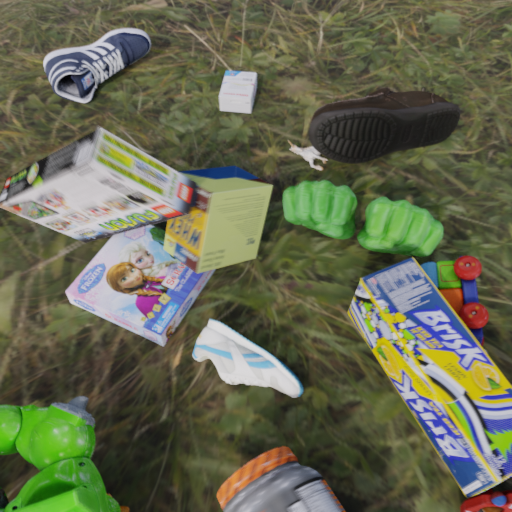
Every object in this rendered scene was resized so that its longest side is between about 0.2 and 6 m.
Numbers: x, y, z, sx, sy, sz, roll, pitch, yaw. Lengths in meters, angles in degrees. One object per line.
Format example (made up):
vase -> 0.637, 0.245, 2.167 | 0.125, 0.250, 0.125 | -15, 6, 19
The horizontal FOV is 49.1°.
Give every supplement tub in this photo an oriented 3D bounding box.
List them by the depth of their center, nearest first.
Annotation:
supplement tub -> 0.575, 3.597, 6.681 | 1.431, 1.431, 2.335 | -26, 56, -19

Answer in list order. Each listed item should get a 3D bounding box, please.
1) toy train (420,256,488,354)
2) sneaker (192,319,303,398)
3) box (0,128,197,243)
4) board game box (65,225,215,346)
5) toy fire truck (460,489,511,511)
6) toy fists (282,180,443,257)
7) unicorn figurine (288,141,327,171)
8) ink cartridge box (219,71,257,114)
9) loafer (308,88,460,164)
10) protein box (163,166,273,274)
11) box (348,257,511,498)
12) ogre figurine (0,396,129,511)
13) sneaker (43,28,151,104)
toy train -> 2.901, 1.197, 8.923 | 1.437, 1.052, 2.484 | -3, 55, 15
sneaker -> -0.120, 1.727, 8.695 | 1.829, 0.700, 0.739 | 29, 81, 15
box -> -2.651, -0.974, 9.010 | 3.198, 1.760, 0.555 | -9, 63, 44
board game box -> -1.949, 0.373, 9.844 | 1.933, 0.399, 1.938 | 21, 55, 16
toy fire truck -> 3.237, 3.265, 7.284 | 1.015, 0.852, 0.569 | 5, 48, 3
toy fists -> 1.829, -0.641, 9.904 | 2.855, 1.455, 0.982 | 18, 84, 14
unicorn figurine -> 1.236, -2.187, 11.877 | 0.775, 0.417, 1.128 | 40, 42, 23
ink cartridge box -> -0.417, -3.832, 13.096 | 0.752, 0.440, 1.041 | 6, 51, 5
loafer -> 2.574, -2.855, 11.891 | 3.494, 1.275, 1.247 | -8, 46, -22
protein box -> -0.657, -0.649, 9.453 | 1.402, 1.412, 0.953 | -15, 37, -44
box -> 2.572, 1.620, 7.875 | 1.003, 1.093, 3.119 | -21, 60, -16
ogre figurine -> -2.809, 3.394, 6.584 | 2.348, 1.921, 3.916 | -21, 42, -1
sneaker -> -3.671, -4.486, 13.279 | 2.623, 0.919, 1.423 | -19, 49, -6
